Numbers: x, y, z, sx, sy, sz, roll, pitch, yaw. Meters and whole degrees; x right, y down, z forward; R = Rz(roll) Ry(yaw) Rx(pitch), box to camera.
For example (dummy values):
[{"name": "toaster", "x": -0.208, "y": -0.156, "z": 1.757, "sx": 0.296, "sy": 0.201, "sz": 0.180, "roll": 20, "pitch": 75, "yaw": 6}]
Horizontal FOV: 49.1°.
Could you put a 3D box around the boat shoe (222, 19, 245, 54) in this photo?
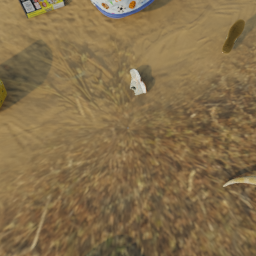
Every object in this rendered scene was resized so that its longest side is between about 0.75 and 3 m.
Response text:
[{"name": "boat shoe", "x": 3.079, "y": -2.706, "z": 8.290, "sx": 0.375, "sy": 0.332, "sz": 1.024, "roll": 29, "pitch": 108, "yaw": 1}]

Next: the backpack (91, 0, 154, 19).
[{"name": "backpack", "x": -0.303, "y": -4.631, "z": 8.769, "sx": 2.562, "sy": 1.974, "sz": 2.441, "roll": -32, "pitch": 60, "yaw": -3}]

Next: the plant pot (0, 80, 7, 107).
[{"name": "plant pot", "x": -3.977, "y": -0.975, "z": 7.438, "sx": 1.203, "sy": 1.176, "sz": 1.168, "roll": 15, "pitch": 64, "yaw": -3}]

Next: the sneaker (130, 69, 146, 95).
[{"name": "sneaker", "x": 0.195, "y": -1.323, "z": 8.047, "sx": 0.397, "sy": 0.327, "sz": 0.863, "roll": -23, "pitch": 64, "yaw": -6}]

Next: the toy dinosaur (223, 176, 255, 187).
[{"name": "toy dinosaur", "x": 3.661, "y": 1.229, "z": 6.549, "sx": 2.503, "sy": 0.729, "sz": 1.266, "roll": 18, "pitch": 66, "yaw": 9}]

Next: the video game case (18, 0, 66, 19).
[{"name": "video game case", "x": -3.085, "y": -4.541, "z": 9.707, "sx": 1.372, "sy": 0.194, "sz": 1.519, "roll": -25, "pitch": 65, "yaw": -12}]
